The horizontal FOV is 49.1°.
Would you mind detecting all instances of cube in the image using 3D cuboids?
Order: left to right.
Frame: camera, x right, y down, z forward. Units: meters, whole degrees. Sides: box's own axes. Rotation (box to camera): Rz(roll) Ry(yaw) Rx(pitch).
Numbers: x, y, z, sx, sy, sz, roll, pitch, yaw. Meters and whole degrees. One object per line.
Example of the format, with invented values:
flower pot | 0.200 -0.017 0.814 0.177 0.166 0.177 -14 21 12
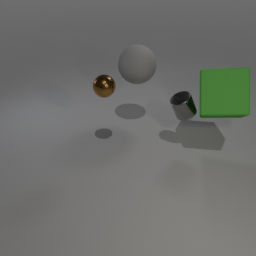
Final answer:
cube | 2.996 -1.049 8.862 1.400 1.400 1.400 0 -1 14

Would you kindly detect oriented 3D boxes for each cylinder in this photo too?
cylinder | 1.801 -0.718 9.091 0.700 0.700 0.700 -19 36 15

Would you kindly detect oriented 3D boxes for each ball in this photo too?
ball | -0.728 -1.276 8.548 0.700 0.700 0.700 0 30 0
ball | 0.334 -2.297 10.157 1.400 1.400 1.400 0 30 0
